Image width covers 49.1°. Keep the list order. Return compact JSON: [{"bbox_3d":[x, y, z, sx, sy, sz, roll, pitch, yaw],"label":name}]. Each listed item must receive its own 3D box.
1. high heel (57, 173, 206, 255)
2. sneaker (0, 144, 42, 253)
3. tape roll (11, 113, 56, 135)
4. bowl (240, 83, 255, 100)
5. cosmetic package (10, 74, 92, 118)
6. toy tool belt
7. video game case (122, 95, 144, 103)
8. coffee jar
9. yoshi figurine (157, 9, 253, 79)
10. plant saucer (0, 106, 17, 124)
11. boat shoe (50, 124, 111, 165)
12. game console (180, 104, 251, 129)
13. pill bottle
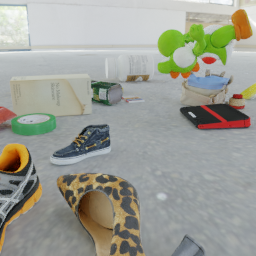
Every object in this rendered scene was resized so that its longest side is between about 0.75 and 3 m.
[{"bbox_3d":[-0.541,1.442,3.695,2.760,0.985,1.967,24,23,31],"label":"high heel"},{"bbox_3d":[-2.313,1.198,4.359,1.119,1.104,2.859,4,21,5],"label":"sneaker"},{"bbox_3d":[-3.124,-0.149,9.340,1.412,0.339,1.412,-1,20,0],"label":"tape roll"},{"bbox_3d":[5.830,-1.662,13.191,0.981,0.528,0.981,-30,-12,-7],"label":"bowl"},{"bbox_3d":[-2.888,-1.243,10.757,2.875,1.488,1.051,-6,21,-14],"label":"cosmetic package"},{"bbox_3d":[3.616,-1.760,11.911,2.716,1.669,1.696,7,21,20],"label":"toy tool belt"},{"bbox_3d":[0.209,-1.363,13.176,0.768,0.094,1.074,-7,20,-19],"label":"video game case"},{"bbox_3d":[-1.381,-1.658,12.756,2.157,0.920,1.125,15,26,34],"label":"coffee jar"},{"bbox_3d":[2.099,-2.763,8.610,2.940,1.652,1.646,-24,51,23],"label":"yoshi figurine"},{"bbox_3d":[-5.321,-0.257,9.032,2.380,0.437,2.375,5,24,26],"label":"plant saucer"},{"bbox_3d":[-1.202,0.372,7.195,1.686,0.765,0.597,-14,24,-34],"label":"boat shoe"},{"bbox_3d":[3.132,-0.428,10.267,1.982,0.348,2.241,-6,19,-5],"label":"game console"},{"bbox_3d":[0.076,-3.839,17.870,2.912,1.665,1.665,-3,20,-11],"label":"pill bottle"}]
